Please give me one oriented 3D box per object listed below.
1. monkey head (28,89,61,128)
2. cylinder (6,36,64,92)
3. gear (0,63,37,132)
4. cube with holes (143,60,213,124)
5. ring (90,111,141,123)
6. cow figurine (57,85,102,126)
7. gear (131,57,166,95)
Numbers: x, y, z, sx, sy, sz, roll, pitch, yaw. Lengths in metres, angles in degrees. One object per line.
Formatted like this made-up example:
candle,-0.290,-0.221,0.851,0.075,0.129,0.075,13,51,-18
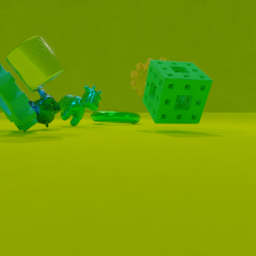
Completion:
monkey head,-2.205,-0.535,7.145,0.877,0.735,1.220,43,-13,25
cylinder,-1.738,-1.196,5.287,0.763,0.763,0.763,-34,12,8
gear,-2.744,-0.778,6.169,0.349,1.886,1.886,-40,23,-24
cube with holes,1.059,-0.821,6.360,1.068,1.068,1.068,0,33,-15
ring,-0.464,-0.393,10.483,1.887,0.377,1.887,2,0,0
cow figurine,-1.538,-0.777,8.680,1.430,1.407,0.785,32,-5,43
gear,0.711,-1.251,7.195,1.272,0.235,1.272,0,-33,0
